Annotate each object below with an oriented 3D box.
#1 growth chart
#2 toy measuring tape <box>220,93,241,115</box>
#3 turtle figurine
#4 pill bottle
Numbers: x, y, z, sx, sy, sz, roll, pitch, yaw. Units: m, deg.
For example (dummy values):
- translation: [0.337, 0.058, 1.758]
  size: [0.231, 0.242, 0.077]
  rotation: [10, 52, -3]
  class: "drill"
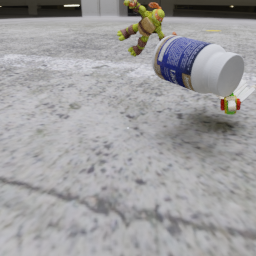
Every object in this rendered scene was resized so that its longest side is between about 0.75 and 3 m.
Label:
- translation: [2.816, -1.471, 8.948]
  size: [1.744, 0.214, 2.410]
  rotation: [-26, 47, -32]
  class: "growth chart"
- translation: [2.518, -0.487, 6.856]
  size: [0.534, 0.534, 1.452]
  rotation: [7, 23, 14]
  class: "toy measuring tape"
- translation: [0.493, -3.361, 9.087]
  size: [2.168, 2.688, 0.866]
  rotation: [-20, 34, 59]
  class: "turtle figurine"
- translation: [1.804, -1.653, 7.439]
  size: [1.293, 1.293, 2.234]
  rotation: [-18, 33, -32]
  class: "pill bottle"
